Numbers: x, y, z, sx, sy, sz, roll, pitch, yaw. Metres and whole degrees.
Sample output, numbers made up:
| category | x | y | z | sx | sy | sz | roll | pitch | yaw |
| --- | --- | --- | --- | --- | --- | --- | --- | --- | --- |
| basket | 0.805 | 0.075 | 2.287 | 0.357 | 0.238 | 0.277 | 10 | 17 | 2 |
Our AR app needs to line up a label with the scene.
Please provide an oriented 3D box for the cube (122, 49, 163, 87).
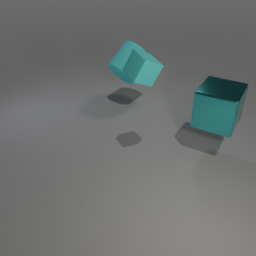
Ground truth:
| category | x | y | z | sx | sy | sz | roll | pitch | yaw |
| --- | --- | --- | --- | --- | --- | --- | --- | --- | --- |
| cube | 0.404 | -1.667 | 7.796 | 0.700 | 0.700 | 0.700 | 4 | 37 | -41 |

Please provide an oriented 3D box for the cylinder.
| category | x | y | z | sx | sy | sz | roll | pitch | yaw |
| --- | --- | --- | --- | --- | --- | --- | --- | --- | --- |
| cylinder | 0.049 | -2.962 | 12.763 | 1.400 | 1.400 | 1.400 | 31 | 83 | 40 |

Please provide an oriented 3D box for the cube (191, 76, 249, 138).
| category | x | y | z | sx | sy | sz | roll | pitch | yaw |
| --- | --- | --- | --- | --- | --- | --- | --- | --- | --- |
| cube | 3.095 | -0.758 | 9.536 | 1.400 | 1.400 | 1.400 | 18 | 41 | 26 |
